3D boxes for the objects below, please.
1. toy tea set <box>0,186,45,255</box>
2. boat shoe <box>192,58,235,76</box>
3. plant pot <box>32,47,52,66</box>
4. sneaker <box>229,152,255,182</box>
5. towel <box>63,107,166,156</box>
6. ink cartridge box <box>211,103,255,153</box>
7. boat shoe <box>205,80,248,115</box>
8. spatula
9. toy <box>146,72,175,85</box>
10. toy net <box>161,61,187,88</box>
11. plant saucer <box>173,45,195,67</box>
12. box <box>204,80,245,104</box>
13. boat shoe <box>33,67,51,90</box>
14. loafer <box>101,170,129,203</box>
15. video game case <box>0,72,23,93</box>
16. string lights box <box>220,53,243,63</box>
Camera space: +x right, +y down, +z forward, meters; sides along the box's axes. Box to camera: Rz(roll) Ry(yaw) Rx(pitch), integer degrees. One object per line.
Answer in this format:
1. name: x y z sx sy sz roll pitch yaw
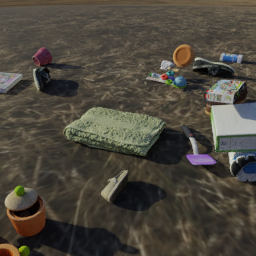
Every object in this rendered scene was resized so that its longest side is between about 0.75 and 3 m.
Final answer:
1. toy tea set: -2.291 1.805 4.017 1.717 1.069 2.888 3 29 6
2. boat shoe: 3.879 -2.631 12.777 1.885 0.677 0.637 19 70 19
3. plant pot: -4.377 -3.546 14.169 0.823 0.823 0.737 20 50 32
4. sneaker: 3.422 0.668 6.411 2.244 0.841 0.973 3 24 5
5. towel: -0.335 0.000 7.951 2.529 0.461 1.876 11 30 19
6. ink cartridge box: 2.935 -0.038 6.243 2.005 0.595 1.041 -4 42 13
7. boat shoe: 3.399 -1.084 9.625 0.777 0.776 2.207 25 38 37
8. spatula: 1.740 0.405 7.461 0.626 0.228 2.215 0 28 -3
9. toy: 1.609 -2.224 12.136 1.456 0.344 0.838 15 32 25
10. toy net: 1.743 -2.275 11.903 0.984 0.362 1.875 -13 42 -10
11. plant saucer: 1.949 -2.557 9.905 0.798 0.798 0.149 21 11 33
12. box: 2.239 -0.858 6.457 0.643 0.203 1.169 11 28 29
13. boat shoe: -3.533 -2.095 11.529 0.647 0.687 1.914 -10 28 -10
14. loafer: -0.262 1.176 5.928 0.312 0.345 0.913 18 34 19
15. video game case: -5.853 -1.963 11.610 2.356 0.212 1.687 5 31 3
16. string lights box: 5.482 -3.710 14.870 1.044 0.308 0.537 14 32 23
